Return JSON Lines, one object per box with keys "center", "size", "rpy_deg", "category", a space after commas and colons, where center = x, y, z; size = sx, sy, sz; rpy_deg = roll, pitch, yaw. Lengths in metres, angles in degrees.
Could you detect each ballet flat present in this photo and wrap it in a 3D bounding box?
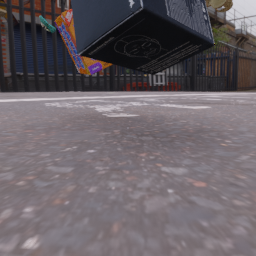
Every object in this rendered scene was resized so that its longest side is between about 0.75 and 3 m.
{"center": [-2.955, -3.705, 10.117], "size": [0.758, 0.267, 0.255], "rpy_deg": [36, 19, -44], "category": "ballet flat"}

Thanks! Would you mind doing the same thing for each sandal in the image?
{"center": [3.065, -4.117, 9.074], "size": [0.700, 0.780, 2.128], "rpy_deg": [19, 18, -16], "category": "sandal"}

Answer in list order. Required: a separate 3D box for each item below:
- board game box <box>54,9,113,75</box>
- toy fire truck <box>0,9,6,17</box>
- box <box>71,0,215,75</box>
{"center": [-1.153, -3.486, 10.533], "size": [2.201, 2.202, 2.201], "rpy_deg": [-29, 21, -13], "category": "board game box"}
{"center": [-3.644, -2.999, 6.844], "size": [1.162, 0.849, 1.320], "rpy_deg": [-1, 34, 41], "category": "toy fire truck"}
{"center": [0.402, -2.582, 6.899], "size": [2.110, 1.522, 2.843], "rpy_deg": [-19, -14, 42], "category": "box"}
